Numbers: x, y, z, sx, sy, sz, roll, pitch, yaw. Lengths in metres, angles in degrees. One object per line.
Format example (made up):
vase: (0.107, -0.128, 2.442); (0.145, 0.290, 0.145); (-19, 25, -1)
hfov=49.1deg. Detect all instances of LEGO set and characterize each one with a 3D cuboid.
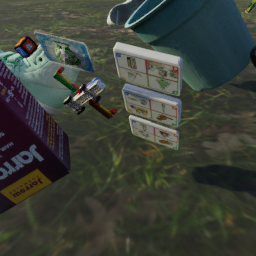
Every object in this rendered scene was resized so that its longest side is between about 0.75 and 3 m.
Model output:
LEGO set: (-0.446, -0.813, 4.846); (2.998, 2.239, 0.736); (18, 63, 20)

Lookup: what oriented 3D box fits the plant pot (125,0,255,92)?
plant pot: (1.821, -2.604, 7.458); (2.737, 2.680, 2.737); (-38, 22, 18)

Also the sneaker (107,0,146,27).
sneaker: (0.194, -4.830, 11.298); (2.480, 0.872, 0.994); (-30, 15, -14)

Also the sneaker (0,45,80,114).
sneaker: (-2.227, -1.564, 6.075); (2.550, 1.504, 0.938); (32, 28, -9)

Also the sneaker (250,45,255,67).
sneaker: (4.105, -1.757, 6.279); (2.359, 0.885, 1.362); (17, 53, 29)

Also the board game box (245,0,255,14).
board game box: (2.498, -2.502, 5.132); (0.093, 0.796, 0.417); (43, 3, 9)

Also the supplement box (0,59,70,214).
supplement box: (-1.896, -0.083, 3.611); (1.238, 2.244, 0.961); (-32, 32, 5)
